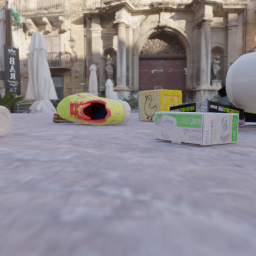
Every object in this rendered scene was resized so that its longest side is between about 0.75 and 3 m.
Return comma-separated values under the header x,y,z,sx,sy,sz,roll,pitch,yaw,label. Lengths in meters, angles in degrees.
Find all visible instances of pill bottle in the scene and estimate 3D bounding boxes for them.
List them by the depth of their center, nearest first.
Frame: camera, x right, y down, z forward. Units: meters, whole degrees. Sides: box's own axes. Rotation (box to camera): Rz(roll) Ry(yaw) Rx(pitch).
x,y,z,sx,sy,sz,roll,pitch,yaw,label
-2.879,-0.136,5.426,1.068,0.599,0.599,2,4,15,pill bottle

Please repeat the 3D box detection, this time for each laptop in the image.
x,y,z,sx,sy,sz,roll,pitch,yaw,label
4.342,-0.874,9.073,2.216,1.144,1.964,2,-8,-4,laptop

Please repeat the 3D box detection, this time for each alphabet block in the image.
x,y,z,sx,sy,sz,roll,pitch,yaw,label
1.465,-1.001,12.801,1.433,1.425,1.459,-5,5,-39,alphabet block

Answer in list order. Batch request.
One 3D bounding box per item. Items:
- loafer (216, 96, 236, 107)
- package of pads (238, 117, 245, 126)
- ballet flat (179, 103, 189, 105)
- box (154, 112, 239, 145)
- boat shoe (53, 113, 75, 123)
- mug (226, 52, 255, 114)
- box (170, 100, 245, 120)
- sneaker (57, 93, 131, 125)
x,y,z,sx,sy,sz,roll,pitch,yaw,label
2.809,-0.446,9.227,1.910,0.665,0.718,-23,22,49,loafer
3.187,-0.209,8.578,0.548,0.344,0.910,3,5,36,package of pads
3.106,-0.536,11.650,2.294,0.793,0.816,5,-14,6,ballet flat
1.061,-0.007,4.454,0.884,0.485,1.002,0,4,-36,box
-2.471,-0.442,11.462,1.198,0.442,0.453,-2,4,-33,boat shoe
3.662,-0.908,7.030,2.005,2.443,1.956,7,25,45,mug
2.014,-0.387,7.264,1.341,0.330,1.388,6,-6,-31,box
-1.451,-0.672,9.808,2.950,1.153,1.332,2,7,27,sneaker
